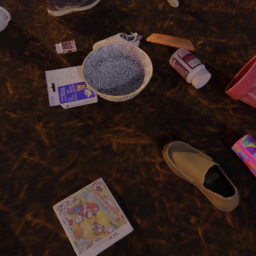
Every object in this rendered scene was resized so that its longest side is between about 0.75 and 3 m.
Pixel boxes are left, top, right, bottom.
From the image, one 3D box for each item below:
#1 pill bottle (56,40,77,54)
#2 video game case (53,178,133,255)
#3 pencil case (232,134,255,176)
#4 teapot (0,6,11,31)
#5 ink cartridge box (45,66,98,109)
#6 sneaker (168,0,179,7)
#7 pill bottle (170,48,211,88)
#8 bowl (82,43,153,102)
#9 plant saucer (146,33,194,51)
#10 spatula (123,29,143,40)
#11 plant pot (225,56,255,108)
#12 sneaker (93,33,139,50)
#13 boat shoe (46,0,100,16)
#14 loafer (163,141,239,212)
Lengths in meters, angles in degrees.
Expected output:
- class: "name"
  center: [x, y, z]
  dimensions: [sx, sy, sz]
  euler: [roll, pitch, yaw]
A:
- class: "pill bottle"
  center: [-2.676, -3.484, 12.104]
  dimensions: [0.823, 0.470, 0.470]
  euler: [-12, 61, -7]
- class: "video game case"
  center: [-1.099, 2.799, 8.702]
  dimensions: [1.784, 0.224, 1.960]
  euler: [-29, 64, -16]
- class: "pencil case"
  center: [4.350, 1.157, 9.245]
  dimensions: [0.886, 0.886, 2.005]
  euler: [-27, 61, -14]
- class: "teapot"
  center: [-6.272, -5.134, 12.628]
  dimensions: [1.608, 1.175, 1.587]
  euler: [-26, 64, -15]
- class: "ink cartridge box"
  center: [-2.252, -1.645, 11.099]
  dimensions: [1.822, 0.395, 1.805]
  euler: [-10, 61, -8]
- class: "sneaker"
  center: [2.168, -6.484, 13.771]
  dimensions: [0.490, 0.506, 1.384]
  euler: [-26, 63, -9]
- class: "pill bottle"
  center: [2.499, -2.395, 11.239]
  dimensions: [0.909, 0.909, 1.593]
  euler: [-30, 65, -16]
- class: "bowl"
  center: [-0.388, -1.902, 10.775]
  dimensions: [2.614, 1.227, 2.614]
  euler: [0, 60, 1]
- class: "plant saucer"
  center: [1.753, -3.542, 11.467]
  dimensions: [1.976, 0.370, 1.976]
  euler: [11, 17, -3]
- class: "spatula"
  center: [0.195, -4.289, 12.765]
  dimensions: [1.079, 0.111, 0.305]
  euler: [34, 64, 18]
- class: "plant pot"
  center: [4.905, -1.535, 10.338]
  dimensions: [1.713, 1.914, 1.914]
  euler: [40, 67, 4]
- class: "sneaker"
  center: [-0.520, -3.668, 12.021]
  dimensions: [2.016, 0.811, 0.770]
  euler: [-8, 63, -3]
- class: "boat shoe"
  center: [-2.560, -6.185, 13.376]
  dimensions: [2.761, 0.895, 0.993]
  euler: [-23, 63, -12]
- class: "loafer"
  center: [2.403, 1.363, 9.061]
  dimensions: [2.968, 1.001, 1.129]
  euler: [39, 68, 20]
